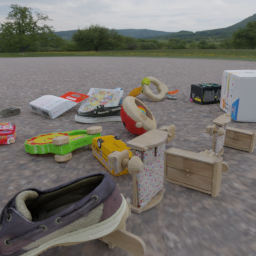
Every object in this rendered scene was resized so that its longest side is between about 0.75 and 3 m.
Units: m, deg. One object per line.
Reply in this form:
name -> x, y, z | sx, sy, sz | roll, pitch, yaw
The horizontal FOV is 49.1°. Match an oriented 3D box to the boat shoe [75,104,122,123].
boat shoe -> -1.118, -0.648, 11.612 | 2.177, 0.693, 0.770 | -4, 19, -13

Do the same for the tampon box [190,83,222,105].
tampon box -> 4.186, -1.821, 14.797 | 1.440, 0.909, 1.079 | -7, 20, -20

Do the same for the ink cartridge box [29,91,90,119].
ink cartridge box -> -3.137, -1.293, 12.876 | 1.782, 0.626, 2.192 | 17, 48, 42

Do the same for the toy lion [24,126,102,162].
toy lion -> -2.069, 0.404, 8.748 | 1.929, 0.691, 2.012 | 7, 18, 43

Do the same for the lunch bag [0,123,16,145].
lunch bag -> -4.408, 0.236, 9.272 | 1.285, 0.527, 1.132 | -2, 23, -17

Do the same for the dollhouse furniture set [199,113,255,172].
dollhouse furniture set -> 2.853, 0.360, 7.881 | 0.954, 1.117, 2.156 | 15, 25, 34

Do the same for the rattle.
rattle -> 1.501, -1.830, 15.733 | 2.328, 1.663, 1.516 | 5, 45, -37

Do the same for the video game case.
video game case -> -1.234, -1.201, 12.814 | 1.714, 0.196, 1.560 | 8, 53, 21

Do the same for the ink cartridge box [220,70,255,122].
ink cartridge box -> 5.292, -1.476, 12.238 | 1.828, 1.860, 2.527 | 1, 18, 3

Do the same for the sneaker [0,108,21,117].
sneaker -> -5.336, -0.694, 12.397 | 0.534, 0.376, 1.005 | 5, 10, 33

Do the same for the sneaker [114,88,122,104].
sneaker -> -0.842, -1.537, 14.073 | 0.916, 0.868, 2.268 | 3, 17, 14

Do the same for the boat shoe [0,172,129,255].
boat shoe -> -1.461, 1.381, 4.301 | 2.879, 0.933, 1.035 | -17, 24, 2

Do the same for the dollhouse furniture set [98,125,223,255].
dollhouse furniture set -> 0.711, 0.993, 5.440 | 1.289, 1.510, 2.912 | 11, 21, 35

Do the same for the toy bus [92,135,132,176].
toy bus -> -0.375, 0.702, 7.491 | 0.605, 0.728, 1.860 | -8, 20, -26

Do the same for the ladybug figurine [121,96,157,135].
ladybug figurine -> 0.307, -0.375, 10.045 | 1.530, 0.811, 2.255 | 44, 15, -8
